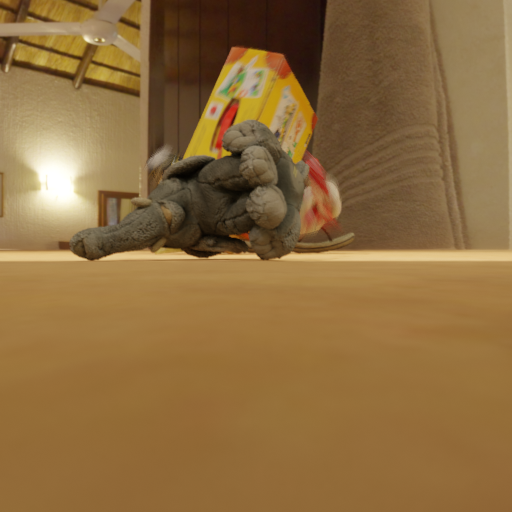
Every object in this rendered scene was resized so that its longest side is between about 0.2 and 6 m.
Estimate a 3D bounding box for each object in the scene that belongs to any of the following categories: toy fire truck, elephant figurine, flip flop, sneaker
[{"bbox_3d":[1.083,-1.149,9.821,0.246,1.010,0.712,-15,20,16],"label":"toy fire truck"},{"bbox_3d":[-0.731,-0.628,7.063,2.445,1.730,1.897,-16,-35,23],"label":"elephant figurine"},{"bbox_3d":[1.143,-0.562,15.956,3.408,0.981,1.382,0,1,0],"label":"flip flop"},{"bbox_3d":[0.994,-1.032,13.957,2.531,1.030,1.117,-27,22,0],"label":"sneaker"}]

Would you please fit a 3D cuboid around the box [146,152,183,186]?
[{"bbox_3d":[-1.821,-1.612,15.806,0.715,2.346,2.911,-37,34,-20],"label":"box"}]

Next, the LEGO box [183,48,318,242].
[{"bbox_3d":[-0.156,-2.308,12.576,1.362,3.530,2.629,18,-9,27],"label":"LEGO box"}]

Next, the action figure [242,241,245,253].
[{"bbox_3d":[-0.708,-0.363,14.310,0.783,0.672,1.317,-12,7,-20],"label":"action figure"}]

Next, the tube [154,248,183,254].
[{"bbox_3d":[-1.669,-0.341,13.671,1.606,0.466,0.417,-1,-22,-16],"label":"tube"}]

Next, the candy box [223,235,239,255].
[{"bbox_3d":[-1.348,-0.570,12.733,1.701,0.480,0.992,23,-7,-33],"label":"candy box"}]
